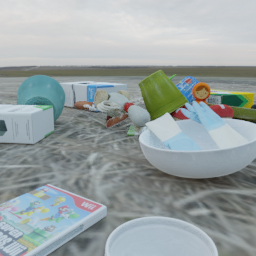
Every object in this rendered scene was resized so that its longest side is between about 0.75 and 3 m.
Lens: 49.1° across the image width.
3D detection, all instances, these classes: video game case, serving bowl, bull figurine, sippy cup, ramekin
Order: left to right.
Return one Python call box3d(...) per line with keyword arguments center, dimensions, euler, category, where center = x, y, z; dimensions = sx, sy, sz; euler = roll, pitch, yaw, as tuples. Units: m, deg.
box3d(center=(-1.441, 1.344, 3.878), dimensions=(1.397, 0.171, 1.954), euler=(9, 16, 35), category="video game case")
box3d(center=(-1.767, -0.981, 12.177), dimensions=(1.168, 0.380, 0.709), euler=(13, 18, 28), category="bull figurine")
box3d(center=(0.311, 1.404, 2.754), dimensions=(1.079, 0.566, 1.079), euler=(0, 13, 0), category="ramekin")
box3d(center=(2.644, -1.639, 12.856), dimensions=(1.278, 1.744, 1.369), euler=(-44, 43, -10), category="sippy cup")
box3d(center=(1.511, 0.460, 5.975), dimensions=(2.503, 0.823, 2.503), euler=(-6, 13, 1), category="serving bowl")

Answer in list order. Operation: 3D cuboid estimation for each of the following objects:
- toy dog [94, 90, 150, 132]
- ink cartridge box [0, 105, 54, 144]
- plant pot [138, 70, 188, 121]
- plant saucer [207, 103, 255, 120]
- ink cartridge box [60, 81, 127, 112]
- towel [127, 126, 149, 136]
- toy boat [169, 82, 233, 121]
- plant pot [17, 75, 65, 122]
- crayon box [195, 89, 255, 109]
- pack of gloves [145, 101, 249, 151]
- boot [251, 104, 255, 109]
box3d(center=(-0.294, -0.445, 9.818), dimensions=(1.799, 1.314, 2.728), euler=(6, 21, -11), category="toy dog")
box3d(center=(-3.646, -0.177, 8.691), dimensions=(2.217, 0.932, 1.618), euler=(2, 13, 7), category="ink cartridge box")
box3d(center=(1.203, -1.285, 10.714), dimensions=(1.631, 1.570, 1.631), euler=(-31, 2, 1), category="plant pot")
box3d(center=(4.266, -0.651, 11.184), dimensions=(2.731, 0.424, 2.731), euler=(7, 7, -1), category="plant saucer")
box3d(center=(-1.826, -1.720, 14.564), dimensions=(2.999, 1.256, 2.176), euler=(12, 18, 41), category="ink cartridge box")
box3d(center=(0.634, 0.076, 9.276), dimensions=(1.247, 0.191, 0.930), euler=(1, 12, 6), category="towel")
box3d(center=(2.562, -0.792, 9.857), dimensions=(1.599, 1.602, 2.450), euler=(-5, 14, -21), category="toy boat")
box3d(center=(-3.175, -0.878, 10.190), dimensions=(1.788, 1.788, 1.435), euler=(-3, 25, -13), category="plant pot")
box3d(center=(4.407, -1.489, 14.437), dimensions=(2.577, 0.871, 2.987), euler=(-9, 16, -34), category="crayon box")
box3d(center=(1.449, 0.022, 6.120), dimensions=(1.525, 0.358, 1.816), euler=(-25, 46, -12), category="pack of gloves")
box3d(center=(6.176, -0.870, 12.676), dimensions=(1.143, 0.455, 1.387), euler=(5, 13, -29), category="boot")
